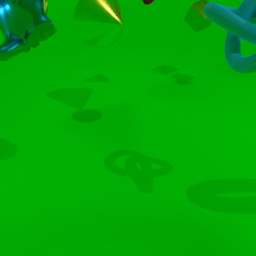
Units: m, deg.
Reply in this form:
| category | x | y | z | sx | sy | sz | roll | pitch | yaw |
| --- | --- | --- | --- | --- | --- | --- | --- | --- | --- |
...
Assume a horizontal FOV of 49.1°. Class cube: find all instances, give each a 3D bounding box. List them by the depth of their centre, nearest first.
| category | x | y | z | sx | sy | sz | roll | pitch | yaw |
| --- | --- | --- | --- | --- | --- | --- | --- | --- | --- |
| cube | 2.582 | -3.989 | 9.941 | 0.716 | 0.716 | 0.716 | -31 | 75 | -23 |

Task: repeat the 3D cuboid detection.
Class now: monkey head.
| category | x | y | z | sx | sy | sz | roll | pitch | yaw |
| --- | --- | --- | --- | --- | --- | --- | --- | --- | --- |
| monkey head | -1.837 | -1.727 | 4.479 | 1.707 | 1.028 | 1.228 | -5 | 36 | 52 |

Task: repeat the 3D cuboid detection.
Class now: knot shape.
| category | x | y | z | sx | sy | sz | roll | pitch | yaw |
| --- | --- | --- | --- | --- | --- | --- | --- | --- | --- |
| knot shape | 1.901 | -1.516 | 3.965 | 1.349 | 0.666 | 1.442 | -25 | 59 | 0 |

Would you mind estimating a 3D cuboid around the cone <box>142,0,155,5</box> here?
| category | x | y | z | sx | sy | sz | roll | pitch | yaw |
| --- | --- | --- | --- | --- | --- | --- | --- | --- | --- |
| cone | 0.320 | -4.260 | 8.239 | 0.957 | 0.953 | 0.953 | 4 | 26 | -34 |

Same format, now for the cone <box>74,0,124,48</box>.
| category | x | y | z | sx | sy | sz | roll | pitch | yaw |
| --- | --- | --- | --- | --- | --- | --- | --- | --- | --- |
| cone | -0.470 | -2.743 | 7.271 | 1.508 | 1.508 | 1.514 | -15 | 28 | -22 |
